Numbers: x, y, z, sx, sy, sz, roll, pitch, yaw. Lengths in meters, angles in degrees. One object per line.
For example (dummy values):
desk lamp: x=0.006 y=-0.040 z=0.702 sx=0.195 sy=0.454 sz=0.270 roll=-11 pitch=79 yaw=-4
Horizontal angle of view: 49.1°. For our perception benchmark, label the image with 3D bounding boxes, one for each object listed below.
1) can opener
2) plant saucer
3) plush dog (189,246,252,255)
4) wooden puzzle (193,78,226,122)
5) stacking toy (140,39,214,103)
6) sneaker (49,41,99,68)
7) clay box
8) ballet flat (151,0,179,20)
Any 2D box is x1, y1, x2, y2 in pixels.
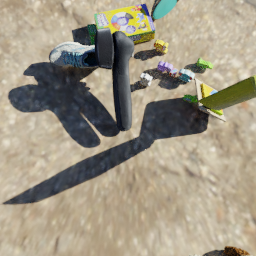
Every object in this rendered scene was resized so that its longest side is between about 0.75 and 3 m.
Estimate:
can opener: x=-0.225 y=-1.216 z=7.192 sx=1.038 sy=0.837 sz=2.641 roll=-8 pitch=94 yaw=-4
plant saucer: x=2.508 y=-0.788 z=5.681 sx=1.583 sy=1.581 sz=0.379 roll=-20 pitch=87 yaw=-25
plush dog: x=2.237 y=3.105 z=5.468 sx=1.634 sy=1.527 sz=1.903 roll=-6 pitch=50 yaw=-32
wooden puzzle: x=2.138 y=-0.743 z=7.244 sx=0.994 sy=0.200 sz=1.074 roll=20 pitch=51 yaw=-32
stacking toy: x=1.351 y=-1.607 z=7.874 sx=1.822 sy=0.428 sz=1.373 roll=23 pitch=71 yaw=8
sneaker: x=-1.335 y=-1.979 z=7.716 sx=1.757 sy=0.682 sz=0.758 roll=-4 pitch=30 yaw=-1
clay box: x=-0.237 y=-3.017 z=8.393 sx=1.889 sy=0.450 sz=1.085 roll=-14 pitch=68 yaw=-6
ballet flat: x=1.336 y=-4.058 z=8.363 sx=1.882 sy=0.638 sz=0.709 roll=-40 pitch=54 yaw=14
